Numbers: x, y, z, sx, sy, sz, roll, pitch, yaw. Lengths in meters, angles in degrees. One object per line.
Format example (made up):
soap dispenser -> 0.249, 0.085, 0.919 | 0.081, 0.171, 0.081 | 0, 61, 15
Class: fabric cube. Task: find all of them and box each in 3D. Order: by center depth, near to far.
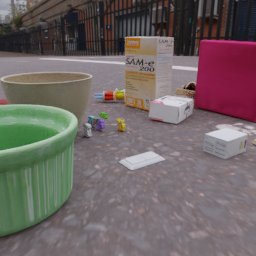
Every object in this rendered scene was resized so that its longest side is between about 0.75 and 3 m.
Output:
fabric cube -> 4.703, -2.041, 11.129 | 2.803, 2.750, 2.794 | -13, 22, -36

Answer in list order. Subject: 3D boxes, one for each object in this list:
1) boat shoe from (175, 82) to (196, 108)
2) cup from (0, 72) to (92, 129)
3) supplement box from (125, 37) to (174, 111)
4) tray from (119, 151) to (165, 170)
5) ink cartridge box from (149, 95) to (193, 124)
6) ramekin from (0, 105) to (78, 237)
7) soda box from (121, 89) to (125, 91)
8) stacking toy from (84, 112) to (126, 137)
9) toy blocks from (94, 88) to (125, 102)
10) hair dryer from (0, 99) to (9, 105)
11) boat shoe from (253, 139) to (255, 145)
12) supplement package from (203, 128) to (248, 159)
boat shoe -> 2.878, -1.552, 12.459 | 1.055, 0.990, 2.861 | 11, 21, 30
cup -> -2.275, -0.623, 8.252 | 2.516, 1.800, 2.516 | 0, 17, 0
supplement box -> 0.812, -2.249, 11.537 | 1.061, 2.886, 1.819 | -16, 23, -40
tray -> 0.346, 0.752, 6.749 | 1.022, 0.113, 0.549 | -12, 22, -33
ink cartridge box -> 1.623, -0.717, 10.365 | 1.144, 0.666, 1.571 | 12, 19, 28
ramekin -> -2.356, 0.604, 5.016 | 2.944, 1.438, 2.944 | 0, 18, 0
soda box -> -0.249, -1.742, 14.197 | 0.277, 0.298, 0.873 | 9, 20, 25
stacking toy -> -1.045, -0.147, 9.189 | 1.288, 0.401, 1.709 | -9, 18, -31
toy blocks -> -0.785, -1.558, 13.245 | 1.464, 0.532, 1.220 | 1, 18, 5
hair dryer -> -5.269, -0.910, 11.142 | 2.191, 0.595, 1.669 | -2, 17, -9
boat shoe -> 3.827, 0.388, 7.604 | 0.803, 0.278, 0.296 | 14, 22, 37
supplement package -> 2.533, 0.379, 7.278 | 0.890, 0.493, 0.693 | -13, 22, -34
